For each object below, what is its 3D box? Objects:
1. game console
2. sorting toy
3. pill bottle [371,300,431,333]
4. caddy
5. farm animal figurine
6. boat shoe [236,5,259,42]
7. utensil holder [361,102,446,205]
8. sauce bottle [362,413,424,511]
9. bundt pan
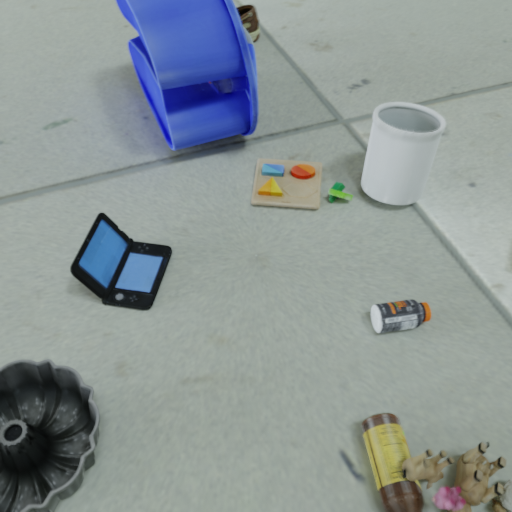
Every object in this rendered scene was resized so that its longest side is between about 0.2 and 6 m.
[{"bbox_3d":[-2.561,0.082,10.917,1.447,0.957,1.645,8,49,7],"label":"game console"},{"bbox_3d":[1.088,-1.718,12.935,2.273,0.335,1.680,4,48,4],"label":"sorting toy"},{"bbox_3d":[2.673,1.093,10.296,1.018,0.540,0.540,-7,49,-8],"label":"pill bottle"},{"bbox_3d":[-1.503,-5.090,13.667,2.793,3.762,5.322,-20,53,-11],"label":"caddy"},{"bbox_3d":[2.956,3.354,8.060,1.674,0.873,1.656,47,44,16],"label":"farm animal figurine"},{"bbox_3d":[-1.433,-7.021,17.099,3.171,1.173,1.171,-19,51,-16],"label":"boat shoe"},{"bbox_3d":[3.141,-2.227,12.279,1.520,1.788,1.520,4,39,-3],"label":"utensil holder"},{"bbox_3d":[2.071,3.339,8.246,0.635,0.635,1.962,-5,51,-5],"label":"sauce bottle"},{"bbox_3d":[-3.538,2.858,8.457,2.503,0.939,2.503,1,49,-1],"label":"bundt pan"}]
